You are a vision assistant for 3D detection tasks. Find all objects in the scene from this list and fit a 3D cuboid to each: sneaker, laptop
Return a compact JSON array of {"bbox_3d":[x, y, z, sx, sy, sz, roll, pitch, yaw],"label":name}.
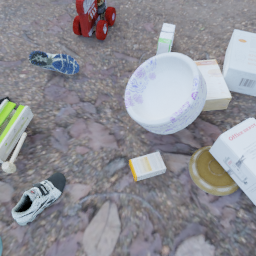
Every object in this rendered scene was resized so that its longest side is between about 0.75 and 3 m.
[{"bbox_3d":[-2.864,2.192,9.135,0.771,0.921,2.080,31,61,20],"label":"sneaker"},{"bbox_3d":[-3.230,-2.901,12.413,2.160,0.920,0.832,14,91,-17],"label":"sneaker"},{"bbox_3d":[-5.184,-0.526,11.380,1.252,0.730,1.413,-29,36,-18],"label":"laptop"}]

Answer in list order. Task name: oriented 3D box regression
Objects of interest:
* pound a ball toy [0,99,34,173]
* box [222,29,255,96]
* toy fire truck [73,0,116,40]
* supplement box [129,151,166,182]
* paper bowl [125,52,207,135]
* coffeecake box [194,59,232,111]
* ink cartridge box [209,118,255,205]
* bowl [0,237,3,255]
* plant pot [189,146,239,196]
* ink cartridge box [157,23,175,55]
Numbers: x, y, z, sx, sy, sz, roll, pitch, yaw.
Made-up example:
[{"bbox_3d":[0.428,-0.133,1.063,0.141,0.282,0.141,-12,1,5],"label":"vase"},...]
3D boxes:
[{"bbox_3d":[-4.255,0.383,10.201,1.643,1.071,2.520,17,61,8],"label":"pound a ball toy"},{"bbox_3d":[5.217,-2.800,12.095,1.897,1.325,2.492,15,58,10],"label":"box"},{"bbox_3d":[-1.640,-5.772,13.415,1.563,2.341,2.788,15,58,10],"label":"toy fire truck"},{"bbox_3d":[0.686,1.364,9.944,1.141,0.419,0.719,-14,58,-9],"label":"supplement box"},{"bbox_3d":[1.481,-1.193,10.518,2.953,1.536,2.953,-15,60,28],"label":"paper bowl"},{"bbox_3d":[3.120,-1.800,11.767,1.664,0.792,2.167,-6,57,-4],"label":"coffeecake box"},{"bbox_3d":[4.329,1.095,9.516,1.819,1.028,2.483,-25,64,-25],"label":"ink cartridge box"},{"bbox_3d":[-4.666,3.613,8.248,1.605,0.840,1.605,0,56,0],"label":"bowl"},{"bbox_3d":[3.164,1.436,9.999,1.943,0.267,1.943,0,56,0],"label":"plant pot"},{"bbox_3d":[1.765,-4.018,13.074,0.586,1.015,1.396,13,58,8],"label":"ink cartridge box"}]
